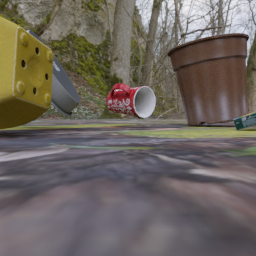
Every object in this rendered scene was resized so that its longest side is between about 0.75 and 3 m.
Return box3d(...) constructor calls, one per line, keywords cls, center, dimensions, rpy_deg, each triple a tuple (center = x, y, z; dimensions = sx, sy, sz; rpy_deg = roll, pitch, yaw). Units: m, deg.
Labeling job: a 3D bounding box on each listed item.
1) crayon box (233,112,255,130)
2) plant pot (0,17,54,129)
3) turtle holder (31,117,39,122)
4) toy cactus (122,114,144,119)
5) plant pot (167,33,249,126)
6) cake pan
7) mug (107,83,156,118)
box3d(cls="crayon box", center=(3.337, -0.244, 7.210), dimensions=(0.772, 0.317, 1.228), rpy_deg=(-23, -11, 41))
box3d(cls="plant pot", center=(-2.468, -0.945, 4.962), dimensions=(1.973, 1.929, 1.916), rpy_deg=(1, -6, 14))
box3d(cls="turtle holder", center=(-3.106, -0.723, 8.766), dimensions=(1.282, 0.910, 0.974), rpy_deg=(-27, -7, 33))
box3d(cls="toy cactus", center=(0.178, -0.810, 11.894), dimensions=(1.000, 1.212, 0.620), rpy_deg=(-33, 10, 14))
box3d(cls="plant pot", center=(3.141, -1.656, 10.548), dimensions=(2.956, 2.927, 2.956), rpy_deg=(-8, 2, 0))
box3d(cls="cake pan", center=(-2.148, -1.527, 7.638), dimensions=(0.487, 2.656, 2.656), rpy_deg=(-33, 1, 3))
box3d(cls="mug", center=(-0.004, -1.049, 9.625), dimensions=(1.029, 1.370, 1.543), rpy_deg=(-38, 28, -32))
